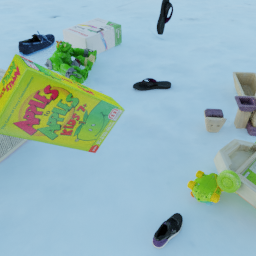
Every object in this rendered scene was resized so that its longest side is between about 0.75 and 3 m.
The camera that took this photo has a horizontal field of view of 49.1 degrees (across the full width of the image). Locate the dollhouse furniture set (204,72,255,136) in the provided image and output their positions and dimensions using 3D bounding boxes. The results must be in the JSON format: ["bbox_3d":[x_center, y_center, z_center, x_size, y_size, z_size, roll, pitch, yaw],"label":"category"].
[{"bbox_3d":[3.499,-1.528,8.554,2.377,2.129,3.000,3,39,4],"label":"dollhouse furniture set"}]

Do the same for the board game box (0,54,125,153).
[{"bbox_3d":[-0.943,-0.229,4.003,1.791,0.910,0.426,19,21,-50],"label":"board game box"}]

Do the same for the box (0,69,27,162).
[{"bbox_3d":[-3.967,-0.023,6.911,1.616,1.896,2.966,19,43,22],"label":"box"}]

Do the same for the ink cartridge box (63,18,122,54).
[{"bbox_3d":[-1.588,-4.123,12.662,1.593,0.924,2.200,29,47,31],"label":"ink cartridge box"}]

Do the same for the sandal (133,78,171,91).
[{"bbox_3d":[0.864,-1.624,10.089,1.407,0.337,0.529,-5,40,-6],"label":"sandal"}]

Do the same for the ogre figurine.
[{"bbox_3d":[-2.126,-2.482,10.539,1.540,1.260,2.569,18,55,-6],"label":"ogre figurine"}]

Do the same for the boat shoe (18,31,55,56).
[{"bbox_3d":[-4.014,-3.879,12.557,0.844,0.689,2.007,17,42,20],"label":"boat shoe"}]

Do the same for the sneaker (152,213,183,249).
[{"bbox_3d":[0.841,1.998,5.631,0.342,0.395,0.903,28,47,29],"label":"sneaker"}]

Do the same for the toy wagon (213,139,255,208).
[{"bbox_3d":[3.253,1.296,6.047,2.809,0.556,2.180,40,41,26],"label":"toy wagon"}]

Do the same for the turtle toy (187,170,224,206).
[{"bbox_3d":[1.810,1.341,6.335,0.744,0.516,1.021,28,46,28],"label":"turtle toy"}]

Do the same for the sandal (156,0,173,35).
[{"bbox_3d":[1.091,-3.186,7.909,0.299,0.469,1.249,6,74,25],"label":"sandal"}]
